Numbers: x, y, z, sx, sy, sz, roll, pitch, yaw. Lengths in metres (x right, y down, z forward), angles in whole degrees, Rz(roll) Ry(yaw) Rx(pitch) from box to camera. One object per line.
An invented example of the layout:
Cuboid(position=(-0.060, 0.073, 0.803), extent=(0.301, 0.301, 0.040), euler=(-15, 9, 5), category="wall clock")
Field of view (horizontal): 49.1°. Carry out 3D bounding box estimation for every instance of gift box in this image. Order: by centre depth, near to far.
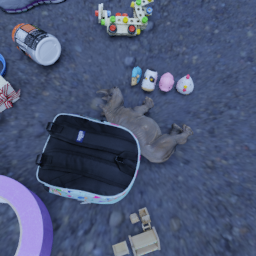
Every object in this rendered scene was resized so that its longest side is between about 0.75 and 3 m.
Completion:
Cuboid(position=(-3.541, -1.026, 7.794), extent=(0.853, 0.787, 0.797), euler=(-44, 70, -12), category="gift box")

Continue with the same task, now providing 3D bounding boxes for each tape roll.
Cuboid(position=(-3.112, 2.457, 6.084), extent=(2.760, 0.906, 2.760), euler=(0, 66, 0), category="tape roll")

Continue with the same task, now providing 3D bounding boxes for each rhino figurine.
Cuboid(position=(0.183, -0.216, 7.364), extent=(2.869, 0.858, 1.255), euler=(38, 79, 19), category="rhino figurine")

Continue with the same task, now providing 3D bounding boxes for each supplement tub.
Cuboid(position=(-2.759, -2.530, 8.337), extent=(1.474, 0.903, 0.903), euler=(35, 69, 31), category="supplement tub")

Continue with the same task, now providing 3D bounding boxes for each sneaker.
Cuboid(position=(-3.267, -4.669, 9.365), extent=(2.394, 1.048, 0.891), euler=(-19, 66, -9), category="sneaker")

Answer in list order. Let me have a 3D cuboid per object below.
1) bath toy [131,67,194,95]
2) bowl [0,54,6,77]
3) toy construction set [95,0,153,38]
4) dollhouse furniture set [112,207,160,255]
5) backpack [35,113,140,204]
Cuboid(position=(1.012, -1.353, 8.021), extent=(1.788, 0.661, 0.778), euler=(10, 65, 4), category="bath toy")
Cuboid(position=(-4.293, -1.784, 8.449), extent=(1.235, 0.242, 1.235), euler=(0, 64, 0), category="bowl")
Cuboid(position=(-0.148, -3.549, 8.929), extent=(1.920, 0.885, 1.259), euler=(0, 88, 8), category="toy construction set")
Cuboid(position=(0.110, 2.454, 6.411), extent=(0.999, 0.555, 0.883), euler=(-17, 41, -7), category="dollhouse furniture set")
Cuboid(position=(-0.803, 0.786, 6.475), extent=(2.120, 1.596, 1.882), euler=(10, 65, 4), category="backpack")
